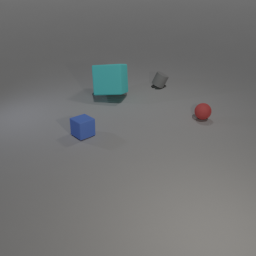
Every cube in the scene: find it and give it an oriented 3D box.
[{"bbox_3d":[-1.735,-0.051,10.723,0.700,0.700,0.700,-21,33,-38],"label":"cube"},{"bbox_3d":[-0.836,-2.371,13.644,1.400,1.400,1.400,0,12,13],"label":"cube"}]

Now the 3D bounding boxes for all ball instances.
[{"bbox_3d":[3.169,-0.705,11.841,0.700,0.700,0.700,0,29,0],"label":"ball"}]

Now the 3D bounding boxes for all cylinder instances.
[{"bbox_3d":[1.750,-2.617,15.221,0.700,0.700,0.700,23,23,-10],"label":"cylinder"}]
